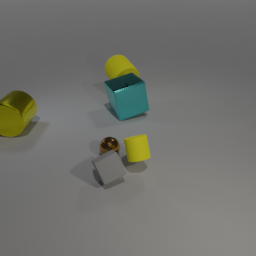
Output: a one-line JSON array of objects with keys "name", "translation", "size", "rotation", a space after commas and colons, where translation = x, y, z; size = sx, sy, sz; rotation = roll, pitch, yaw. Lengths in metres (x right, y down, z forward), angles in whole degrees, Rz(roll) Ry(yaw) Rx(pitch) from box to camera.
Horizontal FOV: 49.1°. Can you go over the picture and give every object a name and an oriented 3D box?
[{"name": "cylinder", "translation": [-4.465, -0.578, 10.917], "size": [1.400, 1.400, 1.400], "rotation": [2, 29, 4]}, {"name": "cylinder", "translation": [0.274, 0.605, 8.424], "size": [0.700, 0.700, 0.700], "rotation": [-12, 4, 1]}, {"name": "cube", "translation": [-0.564, 1.126, 8.118], "size": [0.700, 0.700, 0.700], "rotation": [-27, 7, -12]}, {"name": "cylinder", "translation": [-0.348, -2.921, 14.783], "size": [1.400, 1.400, 1.400], "rotation": [-14, 46, -24]}, {"name": "cube", "translation": [-0.064, -1.396, 12.196], "size": [1.400, 1.400, 1.400], "rotation": [-21, 33, -13]}, {"name": "ball", "translation": [-0.618, 0.639, 9.427], "size": [0.700, 0.700, 0.700], "rotation": [0, 28, 0]}]
